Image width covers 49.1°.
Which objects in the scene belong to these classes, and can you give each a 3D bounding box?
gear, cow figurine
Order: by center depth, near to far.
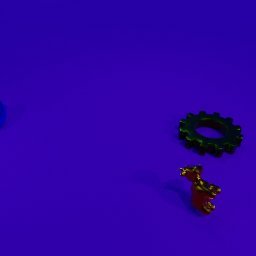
[{"bbox_3d":[1.371,1.178,5.543,0.865,0.879,0.482,25,25,34],"label":"cow figurine"},{"bbox_3d":[2.160,0.113,7.406,1.619,0.299,1.619,1,37,0],"label":"gear"}]

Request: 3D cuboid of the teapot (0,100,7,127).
[{"bbox_3d":[-3.907,-0.382,7.584,0.789,1.002,1.611,-11,13,27],"label":"teapot"}]
